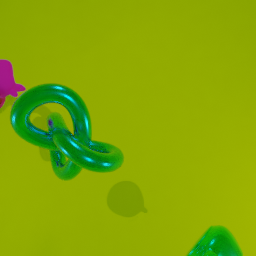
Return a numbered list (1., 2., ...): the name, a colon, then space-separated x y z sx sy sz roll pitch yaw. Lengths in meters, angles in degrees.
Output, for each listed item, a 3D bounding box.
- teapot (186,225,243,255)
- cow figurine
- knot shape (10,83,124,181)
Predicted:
1. teapot: 1.352 2.031 4.286 0.772 1.576 0.980 39 86 23
2. cow figurine: -2.832 -0.833 5.865 0.899 1.637 1.611 -17 57 -36
3. knot shape: -1.131 0.088 4.830 2.000 1.872 0.924 3 46 43
